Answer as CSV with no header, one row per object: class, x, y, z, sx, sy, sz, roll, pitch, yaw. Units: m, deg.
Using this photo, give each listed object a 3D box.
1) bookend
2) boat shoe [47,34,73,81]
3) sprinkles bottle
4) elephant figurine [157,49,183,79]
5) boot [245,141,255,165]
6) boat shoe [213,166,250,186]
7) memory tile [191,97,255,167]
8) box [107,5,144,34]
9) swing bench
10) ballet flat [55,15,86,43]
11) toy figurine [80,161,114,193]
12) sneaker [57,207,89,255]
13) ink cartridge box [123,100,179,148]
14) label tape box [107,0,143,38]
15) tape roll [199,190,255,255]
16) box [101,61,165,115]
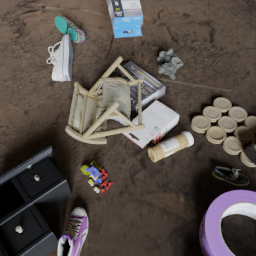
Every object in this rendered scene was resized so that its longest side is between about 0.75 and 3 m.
bookend,-2.745,2.453,8.476,2.773,1.285,2.790,-32,58,-23
boat shoe,-3.305,-3.347,13.378,1.209,1.047,2.835,-5,61,1
sprinkles bottle,1.579,0.671,10.347,1.698,0.579,0.579,-23,55,-17
elephant figurine,1.944,-2.773,12.831,1.232,1.124,1.588,-16,45,6
boot,5.676,1.077,9.704,1.975,0.960,2.623,-36,62,-23
boat shoe,3.597,1.624,9.708,1.253,0.387,0.469,20,54,15
memory tile,4.223,0.065,11.047,2.999,0.252,2.298,38,61,25
box,-0.111,-6.159,15.241,1.256,1.269,1.530,-36,59,-13
swing bench,-0.851,-0.916,10.760,2.554,1.657,2.540,-24,46,29
ballet flat,-3.050,-5.282,15.081,0.874,0.874,2.429,-31,58,-22
toy figurine,-1.106,1.476,9.572,0.698,0.793,1.323,-31,58,-22
sneaker,-1.584,3.051,8.163,0.663,1.043,1.829,2,50,4
ink cartridge box,0.861,-0.058,10.960,1.195,0.552,2.193,36,61,25
label tape box,-0.071,-4.425,10.855,1.190,0.522,1.651,-11,84,-19
tape roll,3.480,3.186,8.168,2.630,0.863,2.630,0,52,0
box,0.184,-1.830,12.348,1.841,0.562,2.325,-35,59,-24
